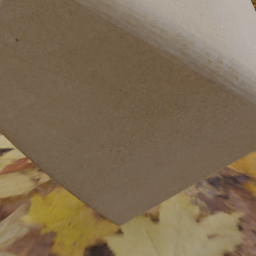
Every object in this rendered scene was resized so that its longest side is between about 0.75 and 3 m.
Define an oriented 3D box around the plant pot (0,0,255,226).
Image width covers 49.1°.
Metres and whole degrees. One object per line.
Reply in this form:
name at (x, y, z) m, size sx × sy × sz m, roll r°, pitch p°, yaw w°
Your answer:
plant pot at (-0.184, -0.765, 3.101) m, size 2.133 × 2.406 × 2.409 m, roll 31°, pitch 42°, yaw -20°
